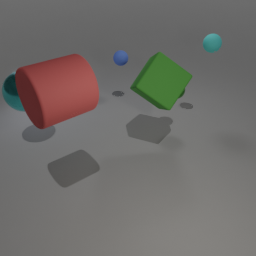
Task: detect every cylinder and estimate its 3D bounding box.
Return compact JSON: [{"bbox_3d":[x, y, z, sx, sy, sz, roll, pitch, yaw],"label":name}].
[{"bbox_3d":[-1.614,-0.856,6.423,1.400,1.400,1.400,-25,39,-31],"label":"cylinder"}]

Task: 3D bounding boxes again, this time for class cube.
[{"bbox_3d":[1.100,-1.585,9.747,1.400,1.400,1.400,34,1,-10],"label":"cube"}]

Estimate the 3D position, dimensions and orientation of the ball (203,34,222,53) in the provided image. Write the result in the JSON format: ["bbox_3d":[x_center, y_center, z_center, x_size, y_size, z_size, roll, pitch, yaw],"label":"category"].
[{"bbox_3d":[3.215,-3.230,10.680,0.700,0.700,0.700,0,31,0],"label":"ball"}]

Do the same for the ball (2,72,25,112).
[{"bbox_3d":[-3.577,-1.263,9.639,1.400,1.400,1.400,0,31,0],"label":"ball"}]

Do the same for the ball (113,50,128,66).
[{"bbox_3d":[-0.336,-3.263,13.082,0.700,0.700,0.700,0,31,0],"label":"ball"}]

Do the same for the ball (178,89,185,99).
[{"bbox_3d":[1.879,-1.484,10.931,0.700,0.700,0.700,0,31,0],"label":"ball"}]
